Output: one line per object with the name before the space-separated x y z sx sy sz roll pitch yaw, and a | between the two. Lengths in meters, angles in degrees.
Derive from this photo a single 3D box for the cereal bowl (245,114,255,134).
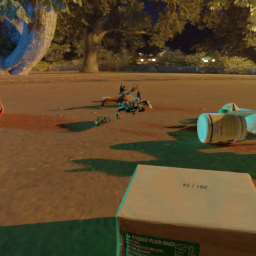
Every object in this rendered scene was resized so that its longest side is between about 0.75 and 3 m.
cereal bowl | 4.736 -0.070 9.774 1.273 0.530 1.273 5 -18 1

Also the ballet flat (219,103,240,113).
ballet flat | 4.622 -0.759 12.598 0.675 0.706 2.005 3 12 37

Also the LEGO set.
LEGO set | -0.124 -0.823 11.554 1.786 0.779 2.750 -16 2 39

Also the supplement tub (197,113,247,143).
supplement tub | 3.028 -0.003 9.078 1.333 0.967 0.967 -1 14 -4

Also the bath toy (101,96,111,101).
bath toy | -1.379 -1.830 17.751 0.831 0.361 0.307 6 37 39

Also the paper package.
paper package | 0.889 1.295 3.943 1.852 0.958 1.765 4 14 11

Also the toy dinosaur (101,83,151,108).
toy dinosaur | -0.031 -1.841 16.288 2.584 1.357 2.345 -8 -6 13

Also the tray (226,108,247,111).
tray | 5.661 -0.755 13.563 1.010 0.209 1.880 -4 14 -34

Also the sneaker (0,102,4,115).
sneaker | -6.403 -0.995 13.204 1.477 0.920 2.756 3 18 8

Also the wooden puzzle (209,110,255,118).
wooden puzzle | 4.555 -0.473 10.653 1.885 0.327 2.794 -8 8 -37
